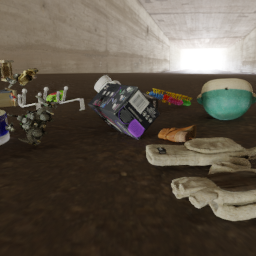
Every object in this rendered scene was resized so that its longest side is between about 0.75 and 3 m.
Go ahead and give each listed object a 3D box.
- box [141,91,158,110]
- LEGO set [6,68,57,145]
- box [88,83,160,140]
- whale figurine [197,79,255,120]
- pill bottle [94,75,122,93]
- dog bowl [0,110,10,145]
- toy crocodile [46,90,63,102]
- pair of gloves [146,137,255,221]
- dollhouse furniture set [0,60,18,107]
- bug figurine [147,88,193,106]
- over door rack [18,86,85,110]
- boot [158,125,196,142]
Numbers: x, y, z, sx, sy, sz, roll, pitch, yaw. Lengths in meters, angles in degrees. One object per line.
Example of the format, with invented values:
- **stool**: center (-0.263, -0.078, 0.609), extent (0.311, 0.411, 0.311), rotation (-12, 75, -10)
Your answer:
- **box**: center (-0.030, -1.177, 12.578), extent (2.095, 0.639, 2.645), rotation (-3, 14, -13)
- **LEGO set**: center (-2.228, -0.334, 6.657), extent (0.600, 2.119, 1.376), rotation (29, 63, 27)
- **box**: center (-0.172, -0.562, 8.315), extent (1.011, 1.165, 1.906), rotation (-50, 30, -11)
- **whale figurine**: center (3.758, -0.901, 10.741), extent (2.190, 1.428, 2.753), rotation (1, -10, 17)
- **pill bottle**: center (-0.414, -1.118, 10.109), extent (1.636, 0.908, 0.908), rotation (43, 25, 8)
- **dog bowl**: center (-4.230, 0.019, 7.447), extent (1.943, 0.765, 1.943), rotation (0, 13, 0)
- **toy crocodile**: center (-3.887, -1.690, 15.012), extent (0.544, 0.498, 1.611), rotation (5, 15, 19)
- **pair of gloves**: center (1.777, 0.754, 5.029), extent (2.485, 0.512, 2.923), rotation (-7, 12, -11)
- **dollhouse furniture set**: center (-6.317, -2.123, 13.300), extent (1.508, 2.140, 1.500), rotation (-11, 17, -37)
- **bug figurine**: center (2.024, -1.410, 13.360), extent (1.759, 0.584, 2.268), rotation (18, 10, 31)
- **over door rack**: center (-3.504, -1.324, 12.584), extent (2.136, 0.963, 2.891), rotation (-11, 17, -34)
- **boot**: center (1.415, 0.117, 7.874), extent (0.828, 0.394, 1.070), rotation (5, 12, 34)
